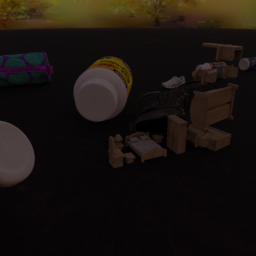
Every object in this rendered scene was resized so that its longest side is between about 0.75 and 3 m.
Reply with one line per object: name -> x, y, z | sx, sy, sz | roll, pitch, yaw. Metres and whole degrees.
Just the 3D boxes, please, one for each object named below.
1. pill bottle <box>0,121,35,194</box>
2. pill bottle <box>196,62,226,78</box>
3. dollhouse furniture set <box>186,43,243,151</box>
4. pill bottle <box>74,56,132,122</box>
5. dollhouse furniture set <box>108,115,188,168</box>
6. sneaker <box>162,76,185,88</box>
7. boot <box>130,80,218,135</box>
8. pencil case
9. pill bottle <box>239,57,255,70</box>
pill bottle -> -2.152, 0.618, 3.952 | 1.559, 0.902, 0.902 | -29, 11, 26
pill bottle -> 3.597, -2.468, 12.098 | 1.202, 0.696, 0.696 | -8, 25, -18
dollhouse furniture set -> 1.607, -0.639, 5.987 | 1.125, 2.170, 0.961 | -18, 29, -36
pill bottle -> -0.680, -1.147, 8.075 | 1.449, 1.449, 2.653 | 2, 24, 5
dollhouse furniture set -> 0.311, 0.194, 5.897 | 1.633, 0.723, 0.846 | -11, 25, -22
sneaker -> 1.749, -1.778, 10.870 | 0.995, 0.402, 0.381 | -11, 27, -23
boot -> 1.293, -0.457, 7.190 | 2.473, 0.856, 2.153 | -13, 20, 6
pencil case -> -4.534, -2.221, 10.790 | 2.996, 1.275, 1.384 | -11, 17, -24
pill bottle -> 6.090, -3.206, 13.945 | 1.055, 0.586, 0.586 | -13, 27, -28
